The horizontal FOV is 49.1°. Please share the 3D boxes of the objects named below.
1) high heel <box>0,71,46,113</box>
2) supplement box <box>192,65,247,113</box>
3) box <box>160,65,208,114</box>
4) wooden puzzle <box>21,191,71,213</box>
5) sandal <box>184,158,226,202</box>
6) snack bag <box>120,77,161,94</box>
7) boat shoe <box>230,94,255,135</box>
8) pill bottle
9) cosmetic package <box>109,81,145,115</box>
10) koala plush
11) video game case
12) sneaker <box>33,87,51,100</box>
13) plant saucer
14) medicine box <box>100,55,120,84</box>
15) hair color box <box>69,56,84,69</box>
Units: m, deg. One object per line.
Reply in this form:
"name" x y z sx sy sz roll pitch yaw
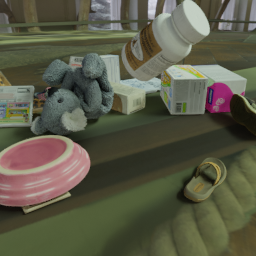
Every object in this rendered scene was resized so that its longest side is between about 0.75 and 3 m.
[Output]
"high heel" -4.562 -1.662 11.678 2.951 2.104 1.054 -2 -5 0
"supplement box" 4.045 -1.921 13.096 1.506 1.474 2.913 -4 25 -9
"box" 2.426 -1.847 12.772 1.447 1.605 2.854 -1 23 -4
"wooden puzzle" -2.172 1.539 6.976 1.118 0.225 1.208 -16 29 -31
"sandal" 2.056 1.218 7.317 0.779 0.524 1.939 16 29 31
"snack bag" 0.948 -2.400 15.616 2.566 0.275 2.420 -15 29 -28
"boat shoe" 4.815 -0.506 10.726 0.896 0.974 2.725 3 28 -9
"pill bottle" 1.057 -2.512 8.252 2.458 1.405 1.405 -28 0 45
"cosmetic package" -0.514 -1.438 12.760 2.418 0.859 1.272 21 32 38
"koala plush" -2.039 -0.820 10.185 2.554 2.647 2.880 -3 39 30
"video game case" -4.658 -0.848 10.922 1.851 1.685 0.204 -2 -20 -4
"sneaker" -3.739 -1.552 13.055 2.023 0.830 0.710 17 30 34
"plant saucer" -2.405 0.929 7.434 2.736 0.693 2.736 -5 24 2
"medicine box" -1.463 -2.849 14.702 1.931 1.759 0.994 -15 23 -31
"hair color box" -2.388 -2.304 13.279 1.029 2.027 0.621 11 -4 22
